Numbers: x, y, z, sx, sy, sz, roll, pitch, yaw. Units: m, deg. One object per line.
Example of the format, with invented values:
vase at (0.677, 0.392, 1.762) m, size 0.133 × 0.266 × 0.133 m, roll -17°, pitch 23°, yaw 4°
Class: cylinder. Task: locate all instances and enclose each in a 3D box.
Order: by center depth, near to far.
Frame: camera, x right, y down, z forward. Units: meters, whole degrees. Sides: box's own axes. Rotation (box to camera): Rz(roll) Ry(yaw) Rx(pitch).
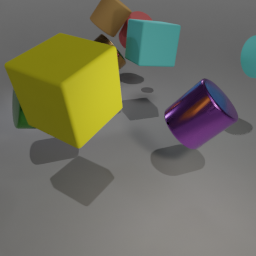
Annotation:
cylinder at (1.944, -0.363, 7.534) m, size 1.400 × 1.400 × 1.400 m, roll 32°, pitch 35°, yaw -26°
cylinder at (-2.488, -0.678, 8.051) m, size 1.400 × 1.400 × 1.400 m, roll 0°, pitch 27°, yaw -30°
cylinder at (4.606, -2.283, 8.892) m, size 1.400 × 1.400 × 1.400 m, roll -15°, pitch 17°, yaw -24°
cylinder at (-1.026, -2.465, 10.351) m, size 1.400 × 1.400 × 1.400 m, roll -41°, pitch 37°, yaw 3°
cylinder at (-0.785, -5.130, 12.704) m, size 1.400 × 1.400 × 1.400 m, roll 34°, pitch 21°, yaw -15°
cylinder at (0.395, -4.730, 13.794) m, size 1.400 × 1.400 × 1.400 m, roll -14°, pitch -9°, yaw -22°

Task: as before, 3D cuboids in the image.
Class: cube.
cube at (-1.102, -0.745, 5.254) m, size 1.400 × 1.400 × 1.400 m, roll 22°, pitch 49°, yaw 27°
cube at (0.824, -3.019, 9.923) m, size 1.400 × 1.400 × 1.400 m, roll -4°, pitch 25°, yaw -21°
